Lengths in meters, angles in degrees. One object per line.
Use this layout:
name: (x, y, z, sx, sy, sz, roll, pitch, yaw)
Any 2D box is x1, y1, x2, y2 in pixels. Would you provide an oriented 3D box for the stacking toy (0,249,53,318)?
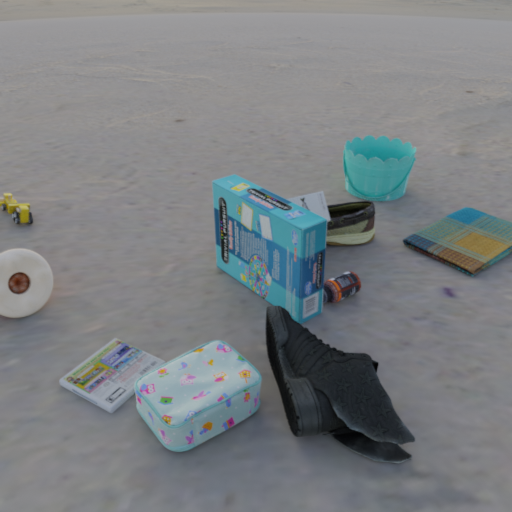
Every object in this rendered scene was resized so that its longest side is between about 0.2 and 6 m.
stacking toy: (-4.597, 0.437, 10.299, 1.214, 1.214, 1.661, -26, 20, -37)

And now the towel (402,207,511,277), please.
towel: (4.637, -0.372, 12.206, 2.450, 0.266, 1.797, -24, 38, -33)

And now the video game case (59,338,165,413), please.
video game case: (-2.183, 1.798, 8.584, 1.085, 0.131, 1.192, 18, 35, 28)

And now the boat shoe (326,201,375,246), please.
boat shoe: (1.161, -0.762, 12.066, 2.948, 0.955, 1.079, -5, 25, -15)

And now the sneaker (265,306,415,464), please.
sneaker: (1.066, 1.715, 8.093, 1.478, 0.851, 2.834, -5, 36, -9)

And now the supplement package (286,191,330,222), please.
supplement package: (0.850, -0.836, 11.198, 1.072, 0.626, 0.629, -14, -5, -5)

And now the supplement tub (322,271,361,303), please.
supplement tub: (1.514, 0.599, 10.340, 0.817, 0.437, 0.437, -20, 36, -31)

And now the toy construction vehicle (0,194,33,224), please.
toy construction vehicle: (-6.021, -1.224, 13.105, 1.302, 0.527, 1.496, -3, 25, -33)

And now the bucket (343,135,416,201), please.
bucket: (3.136, -2.269, 14.495, 1.847, 1.202, 1.847, -1, 30, 0)

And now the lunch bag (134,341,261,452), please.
lunch bag: (-0.805, 1.907, 7.899, 1.640, 0.632, 1.316, -21, 34, -32)

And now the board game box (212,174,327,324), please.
board game box: (0.182, -0.192, 10.226, 0.589, 1.895, 2.511, -23, 37, -32)
